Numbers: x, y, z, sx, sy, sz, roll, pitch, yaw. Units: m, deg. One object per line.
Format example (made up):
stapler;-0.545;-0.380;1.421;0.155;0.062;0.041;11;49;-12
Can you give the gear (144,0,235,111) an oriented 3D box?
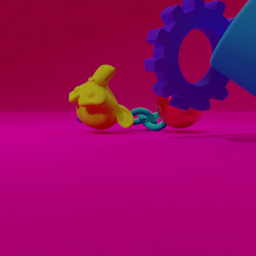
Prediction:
gear;1.248;-1.300;5.107;1.954;1.954;0.361;-2;14;-25

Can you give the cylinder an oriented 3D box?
cylinder;2.222;-1.148;4.239;1.374;1.374;1.374;40;16;14

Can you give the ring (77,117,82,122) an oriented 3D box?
ring;-1.649;-0.462;11.939;1.084;0.217;1.084;-11;-8;-2

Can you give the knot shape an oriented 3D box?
knot shape;0.442;-0.251;7.281;1.029;0.508;1.100;9;5;-29

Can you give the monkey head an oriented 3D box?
monkey head;-0.600;-0.655;6.412;1.869;1.345;1.126;21;-18;44

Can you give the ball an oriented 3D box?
ball;1.219;-0.540;6.575;1.113;1.113;1.113;0;4;0
